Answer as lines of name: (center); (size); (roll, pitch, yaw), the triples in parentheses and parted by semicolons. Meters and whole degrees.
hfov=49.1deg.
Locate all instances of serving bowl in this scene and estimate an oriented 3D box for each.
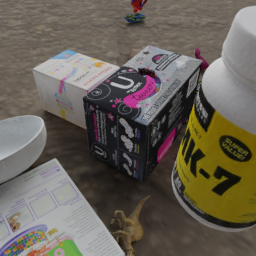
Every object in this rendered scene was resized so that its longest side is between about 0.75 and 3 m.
serving bowl: (-2.969, 0.622, 6.417); (2.451, 0.806, 2.451); (-13, 26, 6)

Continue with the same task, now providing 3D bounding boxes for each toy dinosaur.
toy dinosaur: (0.008, 1.945, 5.644); (0.683, 0.393, 1.351); (20, 52, -1)

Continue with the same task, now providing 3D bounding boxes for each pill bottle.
pill bottle: (1.134, 0.014, 2.632); (1.123, 1.966, 1.123); (4, 43, -4)

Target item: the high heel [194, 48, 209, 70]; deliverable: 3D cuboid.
high heel: (2.739, -2.571, 10.405); (0.551, 0.387, 1.147); (1, 57, 15)

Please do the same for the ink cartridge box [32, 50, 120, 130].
ink cartridge box: (-1.264, -1.072, 7.976); (2.263, 1.417, 1.454); (22, 47, 26)

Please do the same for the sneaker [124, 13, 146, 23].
sneaker: (0.317, -5.293, 13.414); (1.049, 0.372, 0.435); (-11, 34, -17)

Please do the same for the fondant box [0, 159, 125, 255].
fondant box: (-1.566, 2.000, 5.194); (1.911, 0.771, 2.649); (-26, 48, -26)

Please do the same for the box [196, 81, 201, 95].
box: (2.625, -1.249, 9.122); (0.854, 0.210, 0.885); (-25, 48, -27)

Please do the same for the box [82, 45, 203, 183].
box: (0.435, -0.522, 7.046); (1.684, 1.940, 2.936); (23, 47, 22)

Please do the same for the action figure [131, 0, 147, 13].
action figure: (0.519, -4.935, 10.299); (0.574, 1.755, 0.453); (36, 57, 0)
